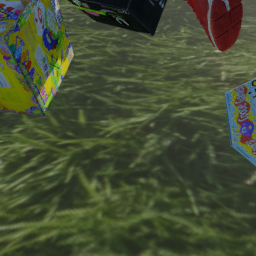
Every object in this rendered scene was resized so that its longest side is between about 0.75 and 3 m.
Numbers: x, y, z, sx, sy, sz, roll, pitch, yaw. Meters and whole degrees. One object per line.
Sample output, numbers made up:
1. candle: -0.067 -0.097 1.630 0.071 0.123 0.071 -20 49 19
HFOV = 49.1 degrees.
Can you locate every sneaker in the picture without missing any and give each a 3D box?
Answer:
1. sneaker: 1.916 -3.319 7.186 1.053 2.687 1.552 -33 35 -11

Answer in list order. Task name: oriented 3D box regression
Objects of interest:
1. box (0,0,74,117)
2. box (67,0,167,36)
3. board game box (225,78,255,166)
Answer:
1. box: -2.073 -1.582 5.393 1.192 1.954 1.882 8 56 10
2. box: -0.211 -2.655 5.514 1.620 1.007 1.203 24 6 29
3. board game box: 3.243 -0.359 4.851 1.362 2.598 1.338 33 47 -30
